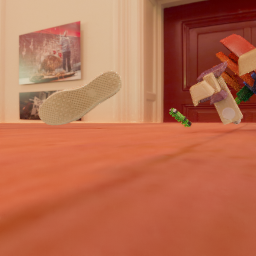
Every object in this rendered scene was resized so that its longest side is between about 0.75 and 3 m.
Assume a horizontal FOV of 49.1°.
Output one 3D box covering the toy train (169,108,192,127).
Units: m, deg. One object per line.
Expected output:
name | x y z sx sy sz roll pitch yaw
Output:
toy train | 1.396 -0.264 7.392 0.818 0.171 0.231 37 -20 -33

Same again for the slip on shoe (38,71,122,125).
slip on shoe | -1.122 -0.698 6.764 2.155 0.798 0.659 -28 4 0

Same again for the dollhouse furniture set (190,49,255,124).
dollhouse furniture set | 1.777 -0.531 3.987 1.367 0.970 1.083 -24 11 33

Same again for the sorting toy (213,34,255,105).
sorting toy | 2.532 -0.735 5.457 2.388 0.980 1.435 42 23 1
